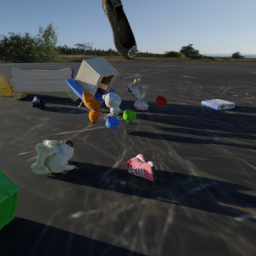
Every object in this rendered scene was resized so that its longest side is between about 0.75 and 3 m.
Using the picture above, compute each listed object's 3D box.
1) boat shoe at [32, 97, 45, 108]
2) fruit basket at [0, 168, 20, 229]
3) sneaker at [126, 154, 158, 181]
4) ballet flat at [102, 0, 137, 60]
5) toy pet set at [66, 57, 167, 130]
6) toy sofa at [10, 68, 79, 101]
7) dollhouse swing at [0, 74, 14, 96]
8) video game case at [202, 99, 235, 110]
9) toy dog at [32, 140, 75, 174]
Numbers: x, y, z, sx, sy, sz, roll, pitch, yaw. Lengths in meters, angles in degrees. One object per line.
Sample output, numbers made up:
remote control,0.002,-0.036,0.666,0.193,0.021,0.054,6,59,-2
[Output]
boat shoe,-3.302,-0.921,10.444,0.444,0.357,0.957,7,18,-15
fruit basket,-2.002,0.904,3.236,1.158,0.835,1.158,16,20,-6
sneaker,0.214,0.722,4.733,0.378,0.321,0.872,-17,15,-15
ballet flat,-0.116,-2.300,6.541,0.391,1.687,0.568,26,61,41
toy pet set,-0.747,-0.828,9.072,2.789,1.587,2.988,45,38,17
toy sofa,-3.469,-1.947,12.100,2.804,1.368,1.161,0,16,4
dollhouse swing,-5.599,-2.032,13.201,0.952,0.921,1.047,2,15,7
video game case,3.339,-0.874,10.407,0.798,0.200,0.881,-7,17,-23
toy dog,-1.261,0.466,5.101,0.757,0.545,0.781,9,15,6
